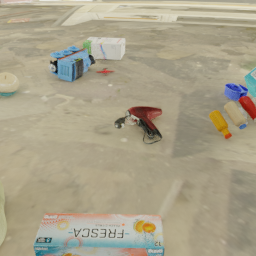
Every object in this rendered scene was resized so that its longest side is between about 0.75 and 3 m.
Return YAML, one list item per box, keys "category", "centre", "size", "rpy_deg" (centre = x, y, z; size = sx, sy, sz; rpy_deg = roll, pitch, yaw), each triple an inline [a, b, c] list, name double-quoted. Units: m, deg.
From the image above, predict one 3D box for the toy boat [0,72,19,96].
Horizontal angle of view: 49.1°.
- category: "toy boat"
  centre: [-5.210, -1.685, 11.095]
  size: [1.708, 0.794, 1.436]
  rpy_deg: [1, 33, -15]

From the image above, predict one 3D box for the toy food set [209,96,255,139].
- category: "toy food set"
  centre: [3.578, -0.333, 8.543]
  size: [2.013, 0.961, 0.906]
  rpy_deg: [-7, 59, -31]

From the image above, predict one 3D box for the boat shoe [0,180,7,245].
- category: "boat shoe"
  centre: [-2.708, 1.641, 5.336]
  size: [0.543, 0.634, 1.734]
  rpy_deg: [-27, 39, -7]

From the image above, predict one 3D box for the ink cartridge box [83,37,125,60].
- category: "ink cartridge box"
  centre: [-1.295, -4.481, 15.714]
  size: [2.121, 0.891, 1.536]
  rpy_deg: [4, 30, 7]

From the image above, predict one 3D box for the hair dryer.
- category: "hair dryer"
  centre: [0.541, -0.151, 8.742]
  size: [1.460, 0.521, 1.916]
  rpy_deg: [29, 41, 12]

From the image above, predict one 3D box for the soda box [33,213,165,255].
- category: "soda box"
  centre: [-0.441, 1.925, 4.718]
  size: [2.068, 0.658, 0.707]
  rpy_deg: [0, 30, 2]

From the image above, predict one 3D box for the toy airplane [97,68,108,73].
- category: "toy airplane"
  centre: [-1.088, -2.698, 13.328]
  size: [0.928, 0.171, 0.928]
  rpy_deg: [-1, 30, 1]

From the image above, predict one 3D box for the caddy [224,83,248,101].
- category: "caddy"
  centre: [4.162, -1.451, 10.794]
  size: [0.695, 0.516, 0.983]
  rpy_deg: [-8, 30, -15]

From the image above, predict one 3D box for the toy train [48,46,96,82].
- category: "toy train"
  centre: [-2.547, -3.035, 13.075]
  size: [1.483, 1.125, 2.596]
  rpy_deg: [19, 32, 14]

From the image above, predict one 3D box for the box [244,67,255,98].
- category: "box"
  centre: [4.354, -1.503, 9.150]
  size: [0.478, 0.800, 1.945]
  rpy_deg: [55, 18, 24]
